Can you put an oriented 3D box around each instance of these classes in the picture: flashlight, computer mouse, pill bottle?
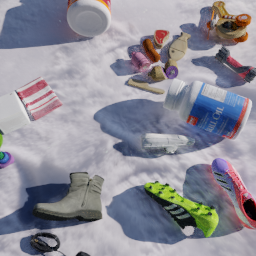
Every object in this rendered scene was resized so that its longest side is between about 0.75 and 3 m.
[{"bbox_3d":[3.898,-2.306,10.021,0.544,0.546,1.608,-43,73,-1],"label":"flashlight"},{"bbox_3d":[-1.513,3.413,7.338,2.414,0.411,0.708,24,80,17],"label":"computer mouse"},{"bbox_3d":[2.411,-0.664,8.774,2.432,1.365,1.365,22,65,12],"label":"pill bottle"},{"bbox_3d":[-1.480,-5.136,10.859,1.627,1.627,2.881,-2,63,-1],"label":"pill bottle"}]

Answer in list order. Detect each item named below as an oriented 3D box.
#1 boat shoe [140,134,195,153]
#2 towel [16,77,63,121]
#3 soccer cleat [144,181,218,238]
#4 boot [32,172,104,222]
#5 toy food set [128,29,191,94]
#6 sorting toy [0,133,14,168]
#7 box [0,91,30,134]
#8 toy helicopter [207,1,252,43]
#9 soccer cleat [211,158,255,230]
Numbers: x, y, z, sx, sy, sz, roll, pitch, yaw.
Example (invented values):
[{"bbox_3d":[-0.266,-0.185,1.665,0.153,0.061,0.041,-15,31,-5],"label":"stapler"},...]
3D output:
[{"bbox_3d":[1.218,0.499,8.660,1.673,0.602,0.573,4,83,-4],"label":"boat shoe"},{"bbox_3d":[-3.075,-1.057,9.636,1.061,0.168,1.473,-33,68,-16],"label":"towel"},{"bbox_3d":[1.342,2.209,7.692,2.208,0.895,0.746,23,25,28],"label":"soccer cleat"},{"bbox_3d":[-1.568,1.824,7.621,1.997,0.676,1.304,14,58,-32],"label":"boot"},{"bbox_3d":[1.109,-2.697,10.282,1.875,0.464,2.949,17,65,9],"label":"toy food set"},{"bbox_3d":[-4.598,0.161,8.599,2.729,0.940,0.946,39,69,18],"label":"sorting toy"},{"bbox_3d":[-3.793,-0.480,8.966,0.917,0.785,0.912,-25,63,-13],"label":"box"},{"bbox_3d":[3.713,-4.253,11.002,1.537,0.917,2.324,-11,53,5],"label":"toy helicopter"},{"bbox_3d":[3.083,1.747,7.856,0.726,0.833,2.178,-18,65,-9],"label":"soccer cleat"}]
